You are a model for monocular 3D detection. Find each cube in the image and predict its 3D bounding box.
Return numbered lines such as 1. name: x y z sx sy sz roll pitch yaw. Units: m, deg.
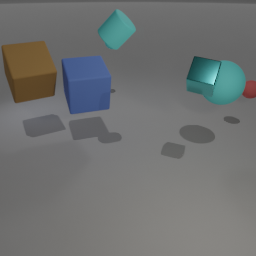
1. cube: -1.454 -1.507 9.696 1.400 1.400 1.400 -9 45 -17
2. cube: -3.344 -1.899 9.525 1.400 1.400 1.400 -15 67 -26
3. cube: 1.947 -1.323 7.252 0.700 0.700 0.700 17 -14 17

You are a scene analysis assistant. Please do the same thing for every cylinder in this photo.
1. cylinder: -0.284 -2.473 7.060 0.700 0.700 0.700 37 29 -25

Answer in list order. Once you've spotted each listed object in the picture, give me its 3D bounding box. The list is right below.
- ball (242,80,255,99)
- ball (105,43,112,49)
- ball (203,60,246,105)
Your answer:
1. ball: 4.730 -1.486 10.801 0.700 0.700 0.700 0 28 0
2. ball: -0.733 -4.007 12.954 0.700 0.700 0.700 0 28 0
3. ball: 3.007 -1.442 8.963 1.400 1.400 1.400 0 28 0
